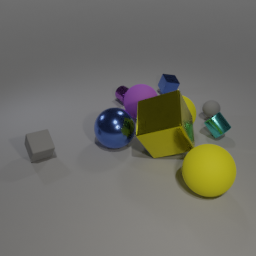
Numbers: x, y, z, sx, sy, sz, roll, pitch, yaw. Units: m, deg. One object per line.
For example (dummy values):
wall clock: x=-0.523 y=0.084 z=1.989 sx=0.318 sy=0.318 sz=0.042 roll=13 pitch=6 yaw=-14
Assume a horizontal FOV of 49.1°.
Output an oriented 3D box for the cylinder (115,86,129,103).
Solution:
cylinder: x=-0.119 y=-1.484 z=12.688 sx=0.700 sy=0.700 sz=0.700 roll=-17 pitch=34 yaw=-27

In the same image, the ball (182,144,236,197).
ball: x=2.161 y=1.127 z=7.522 sx=1.400 sy=1.400 sz=1.400 roll=0 pitch=30 yaw=0

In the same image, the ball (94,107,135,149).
ball: x=-0.446 y=0.002 z=9.478 sx=1.400 sy=1.400 sz=1.400 roll=0 pitch=30 yaw=0

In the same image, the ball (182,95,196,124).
ball: x=1.806 y=-0.524 z=10.341 sx=1.400 sy=1.400 sz=1.400 roll=0 pitch=30 yaw=0

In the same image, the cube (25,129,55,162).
cube: x=-2.809 y=0.559 z=8.878 sx=0.700 sy=0.700 sz=0.700 roll=-15 pitch=68 yaw=-30

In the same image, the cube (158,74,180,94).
cube: x=1.952 y=-2.098 z=13.467 sx=0.700 sy=0.700 sz=0.700 roll=2 pitch=45 yaw=-22

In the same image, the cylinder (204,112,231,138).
cylinder: x=3.212 y=-0.109 z=10.060 sx=0.700 sy=0.700 sz=0.700 roll=-31 pitch=83 yaw=-41

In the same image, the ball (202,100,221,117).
ball: x=3.342 y=-0.768 z=11.225 sx=0.700 sy=0.700 sz=0.700 roll=0 pitch=30 yaw=0

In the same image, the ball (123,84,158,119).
ball: x=0.521 y=-1.036 z=11.103 sx=1.400 sy=1.400 sz=1.400 roll=0 pitch=30 yaw=0

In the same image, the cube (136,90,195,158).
cube: x=1.181 y=-0.084 z=8.753 sx=1.400 sy=1.400 sz=1.400 roll=-14 pitch=50 yaw=23
